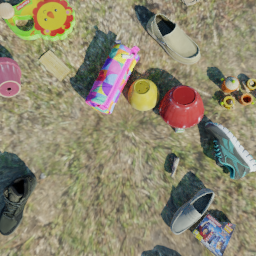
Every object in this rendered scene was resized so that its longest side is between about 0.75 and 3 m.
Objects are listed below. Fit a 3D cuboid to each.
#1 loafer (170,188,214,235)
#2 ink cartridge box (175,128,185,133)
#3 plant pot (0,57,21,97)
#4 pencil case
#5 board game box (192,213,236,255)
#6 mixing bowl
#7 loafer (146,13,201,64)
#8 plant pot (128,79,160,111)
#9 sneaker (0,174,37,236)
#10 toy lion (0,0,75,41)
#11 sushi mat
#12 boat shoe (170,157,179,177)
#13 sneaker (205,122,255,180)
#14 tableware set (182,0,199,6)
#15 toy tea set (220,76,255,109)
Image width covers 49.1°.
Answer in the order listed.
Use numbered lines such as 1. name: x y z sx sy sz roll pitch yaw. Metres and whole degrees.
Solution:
1. loafer: 2.333 3.009 10.168 0.733 0.732 2.098 42 82 7
2. ink cartridge box: 2.004 -0.308 10.939 0.280 0.490 0.944 -2 79 0
3. plant pot: -4.639 -1.841 10.669 1.276 1.276 1.142 -30 58 -5
4. pencil case: -0.586 -1.935 10.863 1.235 1.235 2.796 25 83 5
5. board game box: 3.206 3.771 10.189 1.317 0.406 1.316 42 81 8
6. mixing bowl: 2.067 -0.965 10.606 1.758 0.952 1.758 -2 61 3
7. loafer: 1.835 -3.620 11.361 2.676 0.914 1.013 40 82 7
8. plant pot: 0.575 -1.413 10.845 1.270 0.902 1.270 -2 73 8
9. sneaker: -4.118 2.738 9.949 0.877 1.314 2.294 25 82 6
10. toy lion: -3.616 -4.602 11.691 2.566 0.881 2.460 -39 89 -7
11. sushi mat: -3.029 -2.593 11.589 1.336 0.081 0.639 44 82 8
12. boat shoe: 1.744 1.477 10.709 0.259 0.287 0.799 19 75 10
13. sneaker: 3.645 0.881 10.516 1.135 0.966 2.489 -39 80 -3
14. tableware set: 3.074 -6.210 12.220 1.941 0.225 1.621 -15 80 -3
15. toy tea set: 4.665 -1.465 11.010 2.120 0.785 1.261 -6 79 -1
